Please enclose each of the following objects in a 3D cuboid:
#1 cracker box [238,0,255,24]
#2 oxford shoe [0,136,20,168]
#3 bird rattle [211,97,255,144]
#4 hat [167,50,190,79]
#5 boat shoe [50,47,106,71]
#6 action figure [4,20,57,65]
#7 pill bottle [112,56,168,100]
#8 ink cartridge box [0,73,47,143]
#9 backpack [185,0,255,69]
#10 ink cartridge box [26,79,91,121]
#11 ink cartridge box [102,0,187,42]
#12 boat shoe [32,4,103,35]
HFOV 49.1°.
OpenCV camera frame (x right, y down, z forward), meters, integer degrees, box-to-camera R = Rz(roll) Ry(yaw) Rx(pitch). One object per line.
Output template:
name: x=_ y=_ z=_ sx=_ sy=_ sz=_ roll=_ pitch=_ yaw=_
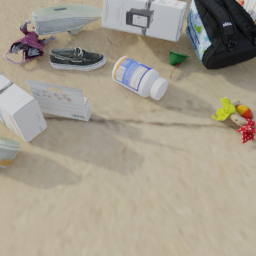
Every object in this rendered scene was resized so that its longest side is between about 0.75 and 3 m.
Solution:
cracker box: x=4.896 y=-3.843 z=9.794 sx=0.858 sy=1.991 sz=2.973 roll=-11 pitch=54 yaw=-8
oxford shoe: x=-4.187 y=0.428 z=7.390 sx=2.762 sy=1.039 sz=0.798 roll=14 pitch=91 yaw=12
bird rattle: x=3.293 y=-0.348 z=8.033 sx=1.531 sy=0.863 sz=1.248 roll=36 pitch=45 yaw=20
hat: x=1.612 y=-2.189 z=9.766 sx=0.974 sy=0.858 sz=0.807 roll=-3 pitch=25 yaw=-46
boat shoe: x=-1.724 y=-2.393 z=9.546 sx=1.926 sy=0.683 sz=0.694 roll=-5 pitch=54 yaw=-4
action figure: x=-3.472 y=-3.057 z=10.116 sx=1.345 sy=1.210 sz=1.806 roll=-38 pitch=35 yaw=24
pill bottle: x=0.390 y=-1.524 z=8.766 sx=1.627 sy=0.912 sz=0.912 roll=31 pitch=59 yaw=21
ink cartridge box: x=-3.278 y=-0.618 z=7.829 sx=1.821 sy=1.333 sz=0.782 roll=34 pitch=61 yaw=23
backpack: x=3.105 y=-3.440 z=9.676 sx=2.292 sy=2.160 sz=2.809 roll=-16 pitch=77 yaw=-9
ink cartridge box: x=-1.918 y=-0.859 z=7.971 sx=1.614 sy=1.401 sz=0.351 roll=11 pitch=54 yaw=8
ink cartridge box: x=0.650 y=-3.999 z=9.848 sx=2.642 sy=1.101 sz=1.918 roll=14 pitch=32 yaw=8
boat shoe: x=-2.237 y=-4.036 z=10.593 sx=2.722 sy=0.969 sz=0.950 roll=-18 pitch=48 yaw=-28
